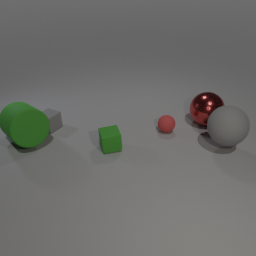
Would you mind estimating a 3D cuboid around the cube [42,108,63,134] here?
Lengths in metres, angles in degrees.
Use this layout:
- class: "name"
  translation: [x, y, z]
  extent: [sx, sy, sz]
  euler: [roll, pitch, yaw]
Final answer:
- class: "cube"
  translation: [-3.175, -0.297, 11.340]
  extent: [0.700, 0.700, 0.700]
  euler: [16, 34, 25]

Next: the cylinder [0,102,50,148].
- class: "cylinder"
  translation: [-3.763, -0.148, 10.146]
  extent: [1.400, 1.400, 1.400]
  euler: [-22, 28, -33]

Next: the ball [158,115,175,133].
- class: "ball"
  translation: [1.525, -0.170, 11.086]
  extent: [0.700, 0.700, 0.700]
  euler: [0, 30, 0]

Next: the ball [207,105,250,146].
- class: "ball"
  translation: [3.456, -0.085, 9.670]
  extent: [1.400, 1.400, 1.400]
  euler: [0, 30, 0]

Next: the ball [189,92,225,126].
- class: "ball"
  translation: [3.226, -0.772, 11.437]
  extent: [1.400, 1.400, 1.400]
  euler: [0, 30, 0]

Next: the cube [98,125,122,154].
- class: "cube"
  translation: [-0.635, 0.404, 10.044]
  extent: [0.700, 0.700, 0.700]
  euler: [-11, 33, -11]
